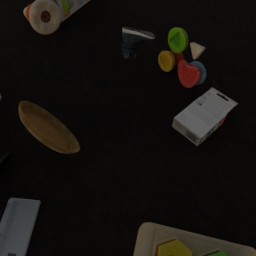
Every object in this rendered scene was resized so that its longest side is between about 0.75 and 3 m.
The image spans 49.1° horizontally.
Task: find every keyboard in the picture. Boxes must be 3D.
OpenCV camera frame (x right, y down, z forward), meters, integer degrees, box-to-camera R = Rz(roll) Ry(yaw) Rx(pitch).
[{"bbox_3d":[-2.600,2.812,5.941,0.768,0.146,2.729,8,55,-1],"label":"keyboard"}]

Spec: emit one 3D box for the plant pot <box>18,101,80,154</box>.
[{"bbox_3d":[-1.998,0.034,7.032,0.256,1.861,1.861,-47,62,7],"label":"plant pot"}]

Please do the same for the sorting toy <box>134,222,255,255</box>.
[{"bbox_3d":[1.261,3.219,5.419,2.553,0.466,2.363,10,55,8],"label":"sorting toy"}]

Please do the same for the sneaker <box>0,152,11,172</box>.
[{"bbox_3d":[-3.544,1.047,7.027,0.638,0.367,1.224,21,60,8],"label":"sneaker"}]

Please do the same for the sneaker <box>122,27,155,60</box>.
[{"bbox_3d":[0.294,-2.618,8.898,0.506,0.961,1.330,-12,29,-39],"label":"sneaker"}]

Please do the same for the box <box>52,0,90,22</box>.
[{"bbox_3d":[-2.452,-5.469,11.119,1.150,1.276,2.269,27,58,17],"label":"box"}]

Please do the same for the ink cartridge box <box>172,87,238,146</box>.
[{"bbox_3d":[2.207,-0.365,8.000,1.758,0.443,0.958,-37,62,-25],"label":"ink cartridge box"}]

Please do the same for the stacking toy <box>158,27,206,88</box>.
[{"bbox_3d":[1.860,-2.241,8.714,0.733,1.570,1.734,-23,56,-29],"label":"stacking toy"}]

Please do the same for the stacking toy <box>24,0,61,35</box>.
[{"bbox_3d":[-3.429,-4.300,10.587,1.239,1.239,1.696,-37,45,-23],"label":"stacking toy"}]
